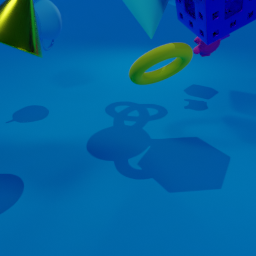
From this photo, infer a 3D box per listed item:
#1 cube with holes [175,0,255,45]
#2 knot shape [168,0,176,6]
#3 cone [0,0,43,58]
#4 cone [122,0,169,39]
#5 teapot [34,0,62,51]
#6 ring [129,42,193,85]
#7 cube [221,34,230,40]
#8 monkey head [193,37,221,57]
[{"bbox_3d":[1.931,-2.977,6.195,1.325,1.325,1.325,-28,52,-3],"label":"cube with holes"},{"bbox_3d":[0.926,-4.042,8.391,1.828,0.903,1.953,-1,4,-19],"label":"knot shape"},{"bbox_3d":[-2.010,-2.120,5.158,1.259,1.264,1.259,20,7,-3],"label":"cone"},{"bbox_3d":[0.492,-2.876,6.740,1.633,1.639,1.633,-4,-13,-1],"label":"cone"},{"bbox_3d":[-2.579,-3.252,8.332,0.913,1.864,1.159,-28,32,-35],"label":"teapot"},{"bbox_3d":[0.751,-1.440,6.439,1.547,0.309,1.547,-20,-11,-4],"label":"ring"},{"bbox_3d":[3.039,-3.645,10.060,0.845,0.845,0.845,-21,60,28],"label":"cube"},{"bbox_3d":[2.513,-2.787,9.039,1.216,0.733,0.875,-42,69,2],"label":"monkey head"}]
